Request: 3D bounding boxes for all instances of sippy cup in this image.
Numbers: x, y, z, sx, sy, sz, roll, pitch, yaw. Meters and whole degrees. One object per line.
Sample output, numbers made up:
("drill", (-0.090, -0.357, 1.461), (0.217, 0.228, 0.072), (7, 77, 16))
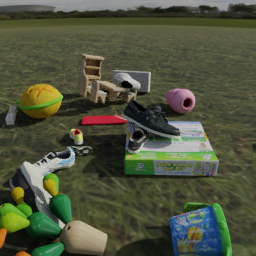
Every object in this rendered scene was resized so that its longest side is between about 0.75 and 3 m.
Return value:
("sippy cup", (1.462, 2.246, 5.893), (1.105, 1.184, 1.508), (-9, -9, 5))

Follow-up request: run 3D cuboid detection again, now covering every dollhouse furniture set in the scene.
("dollhouse furniture set", (-1.235, -2.499, 14.043), (2.529, 1.791, 2.753), (-6, 25, -42))

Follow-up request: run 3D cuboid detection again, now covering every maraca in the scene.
("maraca", (-3.996, -1.239, 12.551), (1.873, 1.461, 2.732), (-21, 22, -30))

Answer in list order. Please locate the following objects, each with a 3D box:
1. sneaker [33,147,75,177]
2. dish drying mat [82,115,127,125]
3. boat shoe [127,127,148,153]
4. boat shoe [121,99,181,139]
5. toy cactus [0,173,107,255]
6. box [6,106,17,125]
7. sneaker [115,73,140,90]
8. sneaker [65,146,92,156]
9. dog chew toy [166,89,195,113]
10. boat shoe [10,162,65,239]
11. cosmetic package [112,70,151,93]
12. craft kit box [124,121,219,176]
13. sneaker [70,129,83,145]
("sneaker", (-2.506, 1.105, 8.612), (1.876, 0.680, 0.674), (-22, 35, -35))
("dish drying mat", (-1.010, -0.356, 12.155), (1.908, 0.174, 0.733), (-1, 27, -3))
("boat shoe", (0.321, 0.282, 9.181), (0.549, 0.448, 1.485), (9, 28, 17))
("boat shoe", (0.838, -0.390, 9.835), (0.993, 0.881, 2.657), (9, 12, -40))
("toy cactus", (-1.648, 2.250, 5.875), (2.331, 1.444, 2.825), (20, 25, -7))
("box", (-5.177, -0.579, 12.476), (0.313, 0.292, 1.510), (-6, 27, -12))
("sneaker", (-0.192, -2.359, 13.827), (1.551, 0.585, 0.892), (32, 18, 28))
("sneaker", (-1.713, 0.773, 9.762), (0.926, 0.356, 0.410), (2, 12, -6))
("dog chew toy", (2.372, -1.358, 13.286), (1.127, 1.127, 1.809), (-9, 20, -17))
("boat shoe", (-2.305, 1.857, 6.976), (0.732, 0.896, 2.427), (-46, 55, 1))
("cosmetic package", (0.191, -2.611, 15.585), (2.096, 1.119, 0.945), (6, 14, 6))
("craft kit box", (1.355, 0.593, 9.724), (2.850, 0.691, 2.815), (1, 23, 2))
("sneaker", (-1.948, 0.215, 10.637), (0.419, 0.484, 1.072), (-14, 28, -23))
